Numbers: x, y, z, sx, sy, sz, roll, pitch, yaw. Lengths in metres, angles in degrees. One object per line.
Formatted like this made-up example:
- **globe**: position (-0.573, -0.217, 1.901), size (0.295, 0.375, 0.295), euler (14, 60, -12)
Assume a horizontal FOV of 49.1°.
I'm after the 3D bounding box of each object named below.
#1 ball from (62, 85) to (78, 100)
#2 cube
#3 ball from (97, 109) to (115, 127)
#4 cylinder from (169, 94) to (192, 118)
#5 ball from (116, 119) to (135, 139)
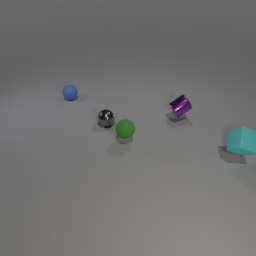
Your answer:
- **ball**: position (-2.728, -1.687, 13.185), size (0.700, 0.700, 0.700), euler (0, 33, 0)
- **cube**: position (3.698, 0.442, 8.968), size (0.700, 0.700, 0.700), euler (17, 75, -13)
- **ball**: position (-0.880, -0.400, 11.248), size (0.700, 0.700, 0.700), euler (0, 33, 0)
- **cylinder**: position (2.138, -0.896, 11.402), size (0.700, 0.700, 0.700), euler (-35, 37, 3)
- **ball**: position (-0.094, 0.032, 10.035), size (0.700, 0.700, 0.700), euler (0, 33, 0)
